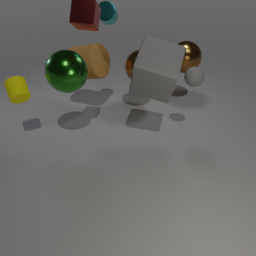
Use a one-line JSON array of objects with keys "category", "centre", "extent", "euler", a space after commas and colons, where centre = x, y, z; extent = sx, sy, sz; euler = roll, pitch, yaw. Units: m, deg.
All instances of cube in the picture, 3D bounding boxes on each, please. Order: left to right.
[{"category": "cube", "centre": [-1.230, -3.276, 8.125], "extent": [0.700, 0.700, 0.700], "euler": [8, 6, 6]}, {"category": "cube", "centre": [0.948, -1.907, 9.257], "extent": [1.400, 1.400, 1.400], "euler": [17, 61, 3]}]

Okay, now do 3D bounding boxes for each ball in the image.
[{"category": "ball", "centre": [-2.022, -1.865, 9.244], "extent": [1.400, 1.400, 1.400], "euler": [0, 31, 0]}, {"category": "ball", "centre": [0.570, -2.569, 11.730], "extent": [1.400, 1.400, 1.400], "euler": [0, 31, 0]}, {"category": "ball", "centre": [2.570, -3.157, 12.477], "extent": [1.400, 1.400, 1.400], "euler": [0, 31, 0]}, {"category": "ball", "centre": [2.330, -1.786, 9.811], "extent": [0.700, 0.700, 0.700], "euler": [0, 31, 0]}]

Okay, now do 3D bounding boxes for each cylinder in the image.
[{"category": "cylinder", "centre": [-3.776, -1.302, 9.588], "extent": [0.700, 0.700, 0.700], "euler": [-17, 74, -26]}, {"category": "cylinder", "centre": [-1.684, -2.750, 11.722], "extent": [1.400, 1.400, 1.400], "euler": [3, 29, 30]}, {"category": "cylinder", "centre": [-0.745, -4.176, 10.207], "extent": [0.700, 0.700, 0.700], "euler": [4, 10, 7]}]
